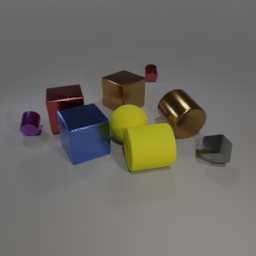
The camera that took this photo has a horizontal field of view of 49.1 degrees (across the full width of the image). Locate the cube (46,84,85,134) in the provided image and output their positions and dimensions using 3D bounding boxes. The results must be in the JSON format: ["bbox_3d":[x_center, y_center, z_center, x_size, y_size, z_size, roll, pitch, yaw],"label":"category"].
[{"bbox_3d":[-2.465,-0.787,11.235,1.400,1.400,1.400,-9,31,-11],"label":"cube"}]

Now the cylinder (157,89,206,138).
[{"bbox_3d":[2.044,-0.556,10.763,1.400,1.400,1.400,-11,41,-17],"label":"cylinder"}]

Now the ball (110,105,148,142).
[{"bbox_3d":[0.031,-0.152,10.283,1.400,1.400,1.400,0,32,0],"label":"ball"}]

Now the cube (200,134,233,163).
[{"bbox_3d":[2.895,0.691,9.145,0.700,0.700,0.700,-11,53,46],"label":"cube"}]

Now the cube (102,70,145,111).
[{"bbox_3d":[-0.192,-1.644,12.691,1.400,1.400,1.400,-28,41,-37],"label":"cube"}]

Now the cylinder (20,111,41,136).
[{"bbox_3d":[-3.758,-0.178,10.779,0.700,0.700,0.700,-3,54,-4],"label":"cylinder"}]

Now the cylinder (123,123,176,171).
[{"bbox_3d":[0.664,0.606,9.045,1.400,1.400,1.400,-6,32,-10],"label":"cylinder"}]

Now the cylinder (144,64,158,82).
[{"bbox_3d":[1.266,-3.010,15.332,0.700,0.700,0.700,-1,58,-1],"label":"cylinder"}]

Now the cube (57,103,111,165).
[{"bbox_3d":[-1.522,0.168,9.728,1.400,1.400,1.400,-16,37,-24],"label":"cube"}]
